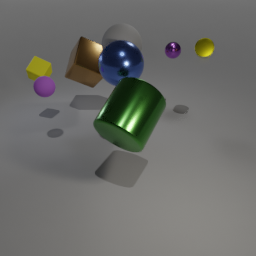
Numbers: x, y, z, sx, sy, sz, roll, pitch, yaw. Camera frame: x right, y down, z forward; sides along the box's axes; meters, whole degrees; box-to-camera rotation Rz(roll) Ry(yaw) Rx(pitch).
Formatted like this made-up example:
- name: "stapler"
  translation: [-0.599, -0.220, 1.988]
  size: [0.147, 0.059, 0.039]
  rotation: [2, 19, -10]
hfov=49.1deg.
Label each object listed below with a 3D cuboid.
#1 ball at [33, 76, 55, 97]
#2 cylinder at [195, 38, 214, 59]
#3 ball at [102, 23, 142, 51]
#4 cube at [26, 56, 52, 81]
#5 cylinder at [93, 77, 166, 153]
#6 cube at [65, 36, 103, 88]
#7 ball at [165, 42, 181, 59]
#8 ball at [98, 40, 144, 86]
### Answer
- name: "ball"
  translation: [-2.760, -1.364, 9.259]
  size: [0.700, 0.700, 0.700]
  rotation: [0, 29, 0]
- name: "cylinder"
  translation: [2.891, -2.997, 10.575]
  size: [0.700, 0.700, 0.700]
  rotation: [8, 11, 15]
- name: "ball"
  translation: [-0.214, -2.887, 9.719]
  size: [1.400, 1.400, 1.400]
  rotation: [0, 29, 0]
- name: "cube"
  translation: [-3.461, -2.237, 10.959]
  size: [0.700, 0.700, 0.700]
  rotation: [25, 69, -2]
- name: "cylinder"
  translation: [0.054, -0.321, 7.092]
  size: [1.400, 1.400, 1.400]
  rotation: [18, 67, 29]
- name: "cube"
  translation: [-1.765, -2.817, 12.205]
  size: [1.400, 1.400, 1.400]
  rotation: [18, -22, -24]
- name: "ball"
  translation: [1.934, -3.344, 12.058]
  size: [0.700, 0.700, 0.700]
  rotation: [0, 29, 0]
- name: "ball"
  translation: [-0.207, -1.959, 8.557]
  size: [1.400, 1.400, 1.400]
  rotation: [0, 29, 0]
